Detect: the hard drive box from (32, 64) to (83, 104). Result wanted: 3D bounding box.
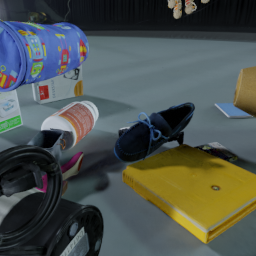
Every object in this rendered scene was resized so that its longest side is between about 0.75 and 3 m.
[{"bbox_3d":[-2.863,-1.929,11.406,1.934,1.507,0.743,-18,31,-34],"label":"hard drive box"}]

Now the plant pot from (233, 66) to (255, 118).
[{"bbox_3d":[4.361,-0.954,7.976,2.396,2.233,2.233,11,25,13],"label":"plant pot"}]

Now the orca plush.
[{"bbox_3d":[0.593,0.396,7.540,1.775,0.631,0.934,9,-22,-3],"label":"orca plush"}]

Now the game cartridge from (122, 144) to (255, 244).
[{"bbox_3d":[1.342,1.128,5.826,2.112,0.389,2.396,-16,25,-33],"label":"game cartridge"}]

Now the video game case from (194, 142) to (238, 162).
[{"bbox_3d":[2.222,0.645,7.157,0.762,0.150,0.840,-10,25,-21],"label":"video game case"}]

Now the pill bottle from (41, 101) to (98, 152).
[{"bbox_3d":[-1.539,-0.146,7.922,1.004,1.004,1.790,8,25,17],"label":"pill bottle"}]

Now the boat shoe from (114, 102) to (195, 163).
[{"bbox_3d":[0.651,-0.072,6.754,2.417,0.829,1.017,-36,75,-33],"label":"boat shoe"}]

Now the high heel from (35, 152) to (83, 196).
[{"bbox_3d":[-1.469,0.885,6.151,0.670,0.470,1.393,15,29,7],"label":"high heel"}]

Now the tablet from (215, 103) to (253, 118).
[{"bbox_3d":[3.830,-0.657,10.240,0.904,0.095,1.389,-1,24,-4],"label":"tablet"}]

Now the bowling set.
[{"bbox_3d":[1.380,-3.571,7.557,1.064,0.821,1.529,4,-9,-25],"label":"bowling set"}]

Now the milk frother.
[{"bbox_3d":[-1.618,1.028,3.539,2.055,2.185,1.972,11,13,24],"label":"milk frother"}]

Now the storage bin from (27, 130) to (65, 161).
[{"bbox_3d":[-1.876,0.549,6.711,0.742,0.685,1.019,2,24,4],"label":"storage bin"}]

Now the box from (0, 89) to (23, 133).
[{"bbox_3d":[-4.473,-0.989,8.780,2.082,1.838,1.007,16,30,35],"label":"box"}]

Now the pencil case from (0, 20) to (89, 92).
[{"bbox_3d":[-1.473,-1.265,4.537,1.024,0.920,2.358,24,23,4],"label":"pencil case"}]
